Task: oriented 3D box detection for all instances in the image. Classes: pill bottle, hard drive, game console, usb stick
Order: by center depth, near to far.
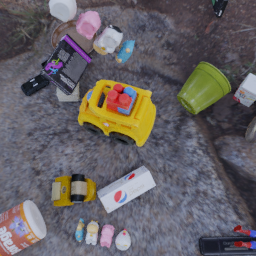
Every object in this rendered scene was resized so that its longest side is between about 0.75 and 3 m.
[{"bbox_3d":[-3.697,3.212,8.320,2.222,1.247,1.247,-28,72,-10],"label":"pill bottle"},{"bbox_3d":[3.220,3.639,8.652,2.044,0.333,0.567,-1,63,0],"label":"usb stick"},{"bbox_3d":[-3.270,-1.953,10.838,1.877,0.226,1.107,-35,73,-14],"label":"game console"},{"bbox_3d":[3.818,-5.556,11.783,0.276,1.018,1.458,-7,69,-3],"label":"hard drive"}]

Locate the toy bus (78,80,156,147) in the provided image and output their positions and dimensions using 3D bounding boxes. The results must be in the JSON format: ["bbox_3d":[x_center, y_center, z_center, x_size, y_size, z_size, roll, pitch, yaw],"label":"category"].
[{"bbox_3d":[-0.479,-0.712,8.936,2.543,2.441,1.726,18,74,13],"label":"toy bus"}]

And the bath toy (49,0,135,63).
[{"bbox_3d":[-1.068,-3.094,8.509,2.776,1.207,1.026,32,51,-27],"label":"bath toy"}]

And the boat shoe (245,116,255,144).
[{"bbox_3d":[5.124,-0.400,9.862,0.944,0.959,2.576,37,75,13],"label":"boat shoe"}]

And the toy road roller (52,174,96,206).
[{"bbox_3d":[-1.678,2.051,9.084,1.445,1.055,0.888,-16,65,34],"label":"toy road roller"}]

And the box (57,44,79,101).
[{"bbox_3d":[-2.203,-2.018,10.317,0.751,0.917,1.931,-1,77,-7],"label":"box"}]

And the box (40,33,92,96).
[{"bbox_3d":[-2.046,-2.127,9.441,0.308,1.221,1.708,-5,53,45],"label":"box"}]

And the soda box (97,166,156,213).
[{"bbox_3d":[-0.054,1.962,9.042,1.790,0.570,0.610,-28,106,-10],"label":"soda box"}]

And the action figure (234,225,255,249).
[{"bbox_3d":[4.339,3.436,8.461,2.239,0.579,0.732,13,58,-12],"label":"action figure"}]

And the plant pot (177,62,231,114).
[{"bbox_3d":[2.583,-1.316,10.043,1.449,1.505,1.505,-44,75,-3],"label":"plant pot"}]

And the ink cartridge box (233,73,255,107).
[{"bbox_3d":[4.427,-1.372,10.216,0.695,0.956,0.692,32,72,11],"label":"ink cartridge box"}]

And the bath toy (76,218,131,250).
[{"bbox_3d":[-0.725,3.258,8.657,1.692,0.736,0.625,12,43,1],"label":"bath toy"}]

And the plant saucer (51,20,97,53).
[{"bbox_3d":[-2.161,-3.566,11.398,1.859,0.320,1.859,0,70,1],"label":"plant saucer"}]
